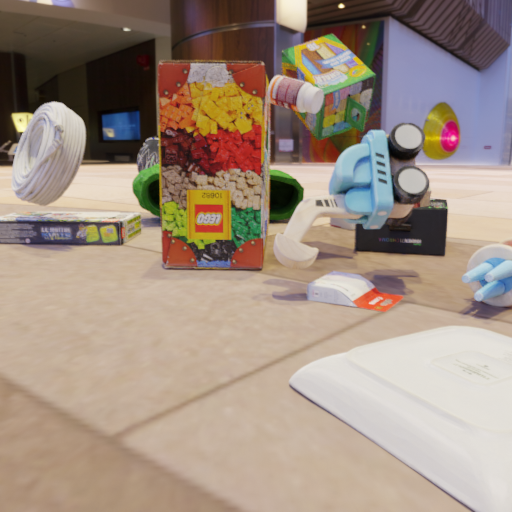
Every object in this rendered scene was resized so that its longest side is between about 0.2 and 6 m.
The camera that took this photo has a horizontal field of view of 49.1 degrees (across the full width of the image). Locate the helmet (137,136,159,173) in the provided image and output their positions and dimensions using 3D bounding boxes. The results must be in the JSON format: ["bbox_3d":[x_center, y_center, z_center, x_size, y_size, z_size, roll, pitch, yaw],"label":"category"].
[{"bbox_3d":[-3.405,-3.408,20.814,2.181,2.181,2.079,5,27,21],"label":"helmet"}]

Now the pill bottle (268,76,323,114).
[{"bbox_3d":[0.502,-2.029,7.082,0.642,0.367,0.367,25,22,27],"label":"pill bottle"}]

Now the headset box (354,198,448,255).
[{"bbox_3d":[2.747,-0.593,10.541,1.608,0.857,1.846,4,12,18],"label":"headset box"}]

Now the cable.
[{"bbox_3d":[-3.982,-1.943,10.653,0.683,1.973,1.973,18,33,-40],"label":"cable"}]

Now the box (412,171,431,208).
[{"bbox_3d":[2.165,-0.931,8.114,0.634,0.346,0.405,-7,53,5],"label":"box"}]

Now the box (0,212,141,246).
[{"bbox_3d":[-3.861,-0.582,11.418,2.696,0.468,1.484,1,12,4],"label":"box"}]

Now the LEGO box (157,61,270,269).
[{"bbox_3d":[-0.578,-1.718,10.357,1.616,3.119,4.188,1,12,2],"label":"LEGO box"}]

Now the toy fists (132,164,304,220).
[{"bbox_3d":[-0.937,-1.577,14.033,4.245,1.460,2.164,-1,19,-10],"label":"toy fists"}]

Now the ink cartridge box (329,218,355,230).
[{"bbox_3d":[2.400,-0.913,13.016,1.124,0.469,0.816,-7,14,-30],"label":"ink cartridge box"}]

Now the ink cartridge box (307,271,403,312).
[{"bbox_3d":[1.277,0.436,7.139,1.019,0.291,0.828,2,11,31],"label":"ink cartridge box"}]

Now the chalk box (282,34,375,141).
[{"bbox_3d":[1.248,-2.694,9.307,1.028,1.035,1.659,-23,57,-14],"label":"chalk box"}]

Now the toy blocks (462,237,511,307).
[{"bbox_3d":[3.589,0.240,6.710,1.815,0.791,2.178,10,15,41],"label":"toy blocks"}]

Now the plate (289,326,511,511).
[{"bbox_3d":[1.661,0.985,4.244,2.115,0.342,2.111,-7,13,-29],"label":"plate"}]

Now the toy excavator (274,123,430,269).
[{"bbox_3d":[1.192,-0.750,7.367,1.937,1.883,0.967,0,-18,-1],"label":"toy excavator"}]
